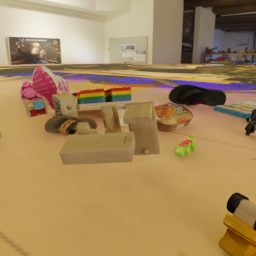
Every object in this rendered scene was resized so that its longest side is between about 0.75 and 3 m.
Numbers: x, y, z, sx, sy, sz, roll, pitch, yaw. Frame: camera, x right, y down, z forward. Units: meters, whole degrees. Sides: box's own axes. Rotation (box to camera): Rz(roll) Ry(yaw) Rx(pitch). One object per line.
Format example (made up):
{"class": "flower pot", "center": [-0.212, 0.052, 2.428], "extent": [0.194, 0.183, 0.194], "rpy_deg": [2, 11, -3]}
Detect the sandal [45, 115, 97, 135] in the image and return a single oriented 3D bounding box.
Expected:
{"class": "sandal", "center": [-2.072, -0.009, 10.170], "extent": [1.882, 0.769, 0.514], "rpy_deg": [5, 37, -9]}

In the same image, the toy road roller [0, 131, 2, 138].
{"class": "toy road roller", "center": [-5.111, 0.230, 7.573], "extent": [2.732, 1.679, 1.994], "rpy_deg": [-7, 29, -4]}

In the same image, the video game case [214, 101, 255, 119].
{"class": "video game case", "center": [5.915, -0.933, 13.743], "extent": [2.710, 0.241, 1.940], "rpy_deg": [-9, 19, -27]}

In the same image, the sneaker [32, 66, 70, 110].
{"class": "sneaker", "center": [-3.471, -1.939, 12.823], "extent": [1.093, 2.687, 1.185], "rpy_deg": [-5, 58, 8]}

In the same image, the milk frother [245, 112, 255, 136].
{"class": "milk frother", "center": [5.474, -0.204, 9.765], "extent": [1.983, 1.903, 2.108], "rpy_deg": [19, 68, 49]}

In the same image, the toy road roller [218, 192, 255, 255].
{"class": "toy road roller", "center": [1.986, 1.685, 4.447], "extent": [1.246, 0.910, 0.766], "rpy_deg": [34, -4, -34]}

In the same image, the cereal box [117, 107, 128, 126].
{"class": "cereal box", "center": [0.204, -0.556, 12.076], "extent": [2.290, 0.453, 1.647], "rpy_deg": [-8, 18, -25]}

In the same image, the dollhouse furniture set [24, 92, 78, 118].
{"class": "dollhouse furniture set", "center": [-3.001, -0.585, 11.049], "extent": [1.701, 1.192, 1.199], "rpy_deg": [-16, 23, -25]}

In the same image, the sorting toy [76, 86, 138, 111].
{"class": "sorting toy", "center": [-1.222, -1.343, 12.934], "extent": [2.589, 0.906, 2.604], "rpy_deg": [-6, 5, -19]}

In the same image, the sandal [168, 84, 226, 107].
{"class": "sandal", "center": [3.591, -1.641, 14.672], "extent": [2.982, 1.121, 0.714], "rpy_deg": [5, 27, 15]}

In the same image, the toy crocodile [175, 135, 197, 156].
{"class": "toy crocodile", "center": [1.763, 0.550, 8.528], "extent": [0.424, 0.388, 1.257], "rpy_deg": [11, 20, 33]}

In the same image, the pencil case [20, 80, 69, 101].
{"class": "pencil case", "center": [-4.836, -2.228, 16.357], "extent": [2.697, 1.263, 1.224], "rpy_deg": [-1, -25, -11]}

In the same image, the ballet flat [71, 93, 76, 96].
{"class": "ballet flat", "center": [-3.039, -2.170, 17.678], "extent": [1.200, 0.341, 0.399], "rpy_deg": [4, 17, 12]}

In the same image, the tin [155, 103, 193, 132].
{"class": "tin", "center": [1.663, -0.436, 11.111], "extent": [2.224, 0.466, 1.245], "rpy_deg": [-16, 41, -42]}

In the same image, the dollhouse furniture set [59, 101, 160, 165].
{"class": "dollhouse furniture set", "center": [-0.255, 0.566, 6.532], "extent": [1.808, 1.549, 1.901], "rpy_deg": [-4, 32, 11]}

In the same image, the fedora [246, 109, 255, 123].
{"class": "fedora", "center": [5.611, -0.487, 11.625], "extent": [1.297, 0.592, 1.297], "rpy_deg": [0, 16, 0]}
